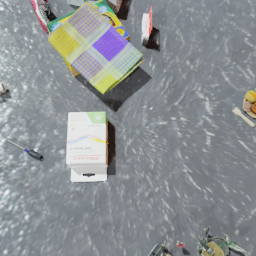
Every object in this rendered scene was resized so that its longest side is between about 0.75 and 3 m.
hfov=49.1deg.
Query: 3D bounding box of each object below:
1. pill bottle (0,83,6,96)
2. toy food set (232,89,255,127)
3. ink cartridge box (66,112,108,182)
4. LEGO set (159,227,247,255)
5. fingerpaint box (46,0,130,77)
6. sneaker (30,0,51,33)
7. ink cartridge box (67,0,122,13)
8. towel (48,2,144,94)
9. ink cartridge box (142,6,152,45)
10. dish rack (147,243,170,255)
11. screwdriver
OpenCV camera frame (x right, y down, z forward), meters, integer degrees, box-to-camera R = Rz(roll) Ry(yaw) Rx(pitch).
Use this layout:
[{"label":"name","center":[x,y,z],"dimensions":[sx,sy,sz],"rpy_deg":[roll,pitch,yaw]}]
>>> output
[{"label":"pill bottle","center":[-5.022,-1.335,10.203],"dimensions":[0.984,0.553,0.553],"rpy_deg":[-18,72,-7]},{"label":"toy food set","center":[4.694,-0.869,10.166],"dimensions":[1.591,0.319,1.098],"rpy_deg":[-43,76,-13]},{"label":"ink cartridge box","center":[-1.345,0.627,9.422],"dimensions":[1.315,0.756,2.246],"rpy_deg":[-2,71,-1]},{"label":"LEGO set","center":[2.139,3.754,8.368],"dimensions":[2.564,0.727,1.665],"rpy_deg":[13,79,-2]},{"label":"fingerpaint box","center":[-1.503,-3.504,10.749],"dimensions":[2.508,0.920,2.092],"rpy_deg":[-28,73,-9]},{"label":"sneaker","center":[-3.350,-4.608,11.231],"dimensions":[0.677,0.731,1.813],"rpy_deg":[-23,72,-10]},{"label":"ink cartridge box","center":[-1.305,-5.828,11.532],"dimensions":[2.198,0.941,1.622],"rpy_deg":[12,71,6]},{"label":"towel","center":[-1.150,-2.842,9.884],"dimensions":[2.154,0.342,3.000],"rpy_deg":[-42,85,-11]},{"label":"ink cartridge box","center":[0.718,-3.982,10.874],"dimensions":[0.248,0.977,1.109],"rpy_deg":[3,71,-5]},{"label":"dish rack","center":[1.265,4.625,8.211],"dimensions":[2.011,0.549,1.543],"rpy_deg":[37,76,10]},{"label":"screwdriver","center":[-3.693,0.706,9.701],"dimensions":[1.601,0.223,0.233],"rpy_deg":[22,104,9]}]
